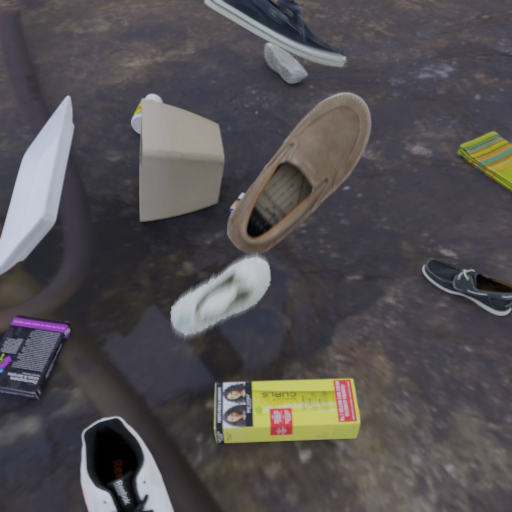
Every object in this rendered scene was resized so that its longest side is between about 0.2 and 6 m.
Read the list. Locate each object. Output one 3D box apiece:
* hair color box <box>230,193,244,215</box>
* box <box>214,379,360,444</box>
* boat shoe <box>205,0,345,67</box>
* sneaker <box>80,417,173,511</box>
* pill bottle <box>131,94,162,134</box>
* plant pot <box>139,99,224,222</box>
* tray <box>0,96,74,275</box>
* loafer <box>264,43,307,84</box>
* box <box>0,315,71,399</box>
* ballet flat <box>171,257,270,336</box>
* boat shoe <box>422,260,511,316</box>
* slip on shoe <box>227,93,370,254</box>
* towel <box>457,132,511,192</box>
[{"bbox_3d":[0.013,-0.950,12.288,1.037,0.336,0.567,20,52,19],"label":"hair color box"},{"bbox_3d":[0.471,2.498,9.038,2.268,0.568,0.854,-1,48,0],"label":"box"},{"bbox_3d":[0.521,-5.000,11.814,3.258,1.014,1.216,28,21,-5],"label":"boat shoe"},{"bbox_3d":[-1.607,3.737,7.410,1.298,1.408,3.521,-22,53,-21],"label":"sneaker"},{"bbox_3d":[-2.791,-3.694,14.531,0.627,0.627,1.111,6,49,6],"label":"pill bottle"},{"bbox_3d":[-1.676,-2.052,12.359,1.731,1.955,1.953,1,47,-13],"label":"plant pot"},{"bbox_3d":[-2.961,-0.978,7.683,0.289,1.400,2.608,27,38,-33],"label":"tray"},{"bbox_3d":[0.828,-5.623,16.308,0.628,0.629,1.800,-19,58,-24],"label":"loafer"},{"bbox_3d":[-4.062,1.760,9.913,1.060,0.268,1.483,7,47,7],"label":"box"},{"bbox_3d":[-0.346,0.534,7.835,0.666,0.666,1.856,35,49,27],"label":"ballet flat"},{"bbox_3d":[4.126,0.467,10.852,1.795,0.607,0.645,28,55,24],"label":"boat shoe"},{"bbox_3d":[0.794,-1.449,9.616,1.298,1.035,3.415,45,86,-3],"label":"slip on shoe"},{"bbox_3d":[6.371,-1.917,13.184,1.354,0.284,3.147,-27,54,-21],"label":"towel"}]
